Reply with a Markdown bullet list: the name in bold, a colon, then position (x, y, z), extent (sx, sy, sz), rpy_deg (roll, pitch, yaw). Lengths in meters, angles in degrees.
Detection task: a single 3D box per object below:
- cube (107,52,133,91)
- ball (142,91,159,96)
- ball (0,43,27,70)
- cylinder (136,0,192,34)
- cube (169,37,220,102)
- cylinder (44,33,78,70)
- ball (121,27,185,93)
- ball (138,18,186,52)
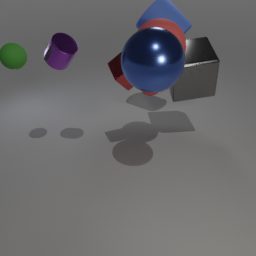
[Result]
- **cube**: position (-0.021, -1.611, 7.765), extent (0.700, 0.700, 0.700), rpy_deg (-36, 56, 17)
- **ball**: position (0.714, -1.364, 8.854), extent (0.700, 0.700, 0.700), rpy_deg (0, 30, 0)
- **ball**: position (-3.076, -1.922, 7.508), extent (0.700, 0.700, 0.700), rpy_deg (0, 30, 0)
- **cylinder**: position (1.239, -3.545, 9.717), extent (1.400, 1.400, 1.400), rpy_deg (46, 37, -5)
- **cube**: position (2.005, -1.891, 9.071), extent (1.400, 1.400, 1.400), rpy_deg (-8, 48, 2)
- **cylinder**: position (-1.768, -2.005, 7.368), extent (0.700, 0.700, 0.700), rpy_deg (17, 56, -27)
- **ball**: position (0.541, -1.476, 6.144), extent (1.400, 1.400, 1.400), rpy_deg (0, 30, 0)
- **ball**: position (0.820, -2.141, 7.376), extent (1.400, 1.400, 1.400), rpy_deg (0, 30, 0)
